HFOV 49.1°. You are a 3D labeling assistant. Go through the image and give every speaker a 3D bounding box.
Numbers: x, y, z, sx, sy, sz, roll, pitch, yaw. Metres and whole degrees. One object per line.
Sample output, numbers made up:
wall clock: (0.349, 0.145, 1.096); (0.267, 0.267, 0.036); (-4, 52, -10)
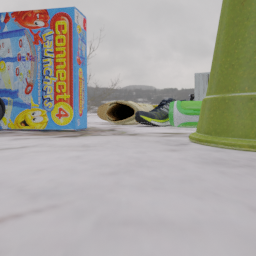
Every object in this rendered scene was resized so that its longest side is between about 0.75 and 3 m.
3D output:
speaker: (1.992, -0.380, 7.455); (1.720, 0.761, 0.761); (1, 4, 18)

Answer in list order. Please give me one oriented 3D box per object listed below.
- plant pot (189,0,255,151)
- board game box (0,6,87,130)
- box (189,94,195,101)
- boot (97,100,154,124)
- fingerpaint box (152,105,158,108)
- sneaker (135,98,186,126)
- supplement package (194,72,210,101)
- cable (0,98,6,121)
plant pot: (2.239, -1.070, 3.885); (2.680, 2.545, 2.680); (1, 4, 0)
board game box: (-2.245, -1.249, 6.348); (2.548, 2.602, 0.727); (0, 3, 12)
box: (3.557, -0.943, 12.834); (1.526, 1.203, 0.380); (1, 4, 0)
boot: (-0.401, -0.538, 9.540); (2.279, 0.829, 1.771); (6, 5, 26)
fingerpaint box: (1.286, -0.589, 11.224); (1.559, 0.685, 1.869); (2, 4, 24)
sneaker: (1.020, -0.483, 8.255); (2.042, 0.827, 0.754); (-3, 5, -40)
supplement package: (3.681, -1.028, 9.635); (2.356, 1.733, 2.253); (0, 3, 24)
cable: (-3.062, -0.980, 4.863); (2.245, 0.699, 2.751); (43, 1, -23)
